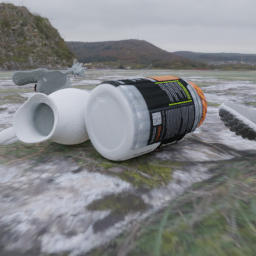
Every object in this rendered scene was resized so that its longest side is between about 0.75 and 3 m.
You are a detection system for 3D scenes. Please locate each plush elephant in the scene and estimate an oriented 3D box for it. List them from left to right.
[{"bbox_3d":[-2.274,-0.969,8.914,2.278,1.764,1.876,-28,63,-16],"label":"plush elephant"}]

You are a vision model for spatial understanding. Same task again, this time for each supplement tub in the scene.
[{"bbox_3d":[0.539,-0.340,6.524,2.757,1.689,1.689,-13,19,-41],"label":"supplement tub"}]

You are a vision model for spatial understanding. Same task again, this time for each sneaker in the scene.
[{"bbox_3d":[2.930,-0.123,6.060,2.028,0.832,0.758,26,-12,-1],"label":"sneaker"}]

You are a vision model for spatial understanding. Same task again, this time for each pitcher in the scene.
[{"bbox_3d":[-1.777,-0.148,6.698,1.948,1.376,2.271,-22,-2,22],"label":"pitcher"}]
